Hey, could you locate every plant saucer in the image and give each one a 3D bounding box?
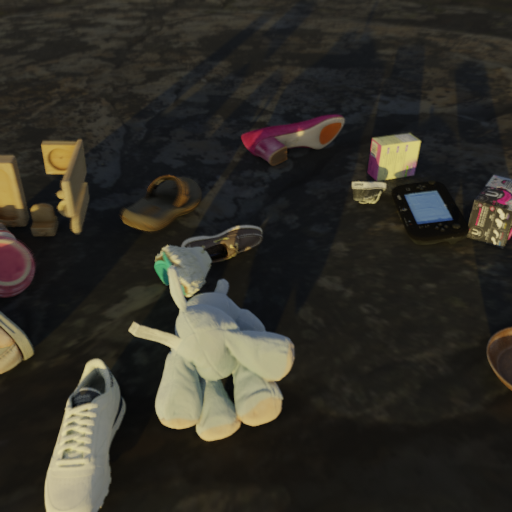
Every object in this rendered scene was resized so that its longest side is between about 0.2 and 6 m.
[{"bbox_3d":[4.481,1.781,8.793,1.703,0.311,1.703,1,34,0],"label":"plant saucer"},{"bbox_3d":[-4.723,0.167,10.439,0.307,1.211,1.211,-28,11,44],"label":"plant saucer"}]

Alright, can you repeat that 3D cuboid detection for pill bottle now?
[{"bbox_3d":[-5.492,-0.400,11.658,0.634,0.634,1.095,-27,42,-34],"label":"pill bottle"}]

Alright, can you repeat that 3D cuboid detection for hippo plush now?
[{"bbox_3d":[-0.738,1.418,8.314,2.419,1.927,1.945,33,3,-10],"label":"hippo plush"}]

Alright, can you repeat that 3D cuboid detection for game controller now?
[{"bbox_3d":[3.871,-1.022,12.666,1.277,0.515,2.447,0,34,0],"label":"game controller"}]

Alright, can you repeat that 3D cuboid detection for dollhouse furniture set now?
[{"bbox_3d":[-4.637,-1.101,11.465,2.105,2.002,1.715,0,38,-7],"label":"dollhouse furniture set"}]

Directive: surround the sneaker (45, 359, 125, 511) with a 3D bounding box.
[{"bbox_3d":[-2.310,2.412,7.379,0.850,0.895,2.225,0,36,-3],"label":"sneaker"}]

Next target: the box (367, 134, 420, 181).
[{"bbox_3d":[3.539,-2.550,14.451,1.121,0.986,0.542,-10,36,-14],"label":"box"}]

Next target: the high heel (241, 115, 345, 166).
[{"bbox_3d":[1.074,-3.530,15.896,2.965,0.999,1.422,-32,55,-20],"label":"high heel"}]

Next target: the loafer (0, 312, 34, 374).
[{"bbox_3d":[-4.803,1.118,9.296,2.590,0.931,0.814,25,49,28],"label":"loafer"}]

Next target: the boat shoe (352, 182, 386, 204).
[{"bbox_3d":[2.697,-1.503,13.345,0.561,0.519,1.520,5,9,26],"label":"boat shoe"}]

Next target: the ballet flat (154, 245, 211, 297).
[{"bbox_3d":[-1.245,0.128,9.777,0.918,0.918,2.558,-12,6,-16],"label":"ballet flat"}]

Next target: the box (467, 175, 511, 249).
[{"bbox_3d":[5.269,-1.005,12.224,0.850,0.979,1.481,21,40,27],"label":"box"}]

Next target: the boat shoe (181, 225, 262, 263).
[{"bbox_3d":[-0.643,-0.178,11.393,1.710,0.614,0.509,-12,43,-12],"label":"boat shoe"}]

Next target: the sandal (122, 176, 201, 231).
[{"bbox_3d":[-2.094,-1.393,12.763,1.172,0.783,2.869,16,27,16],"label":"sandal"}]
